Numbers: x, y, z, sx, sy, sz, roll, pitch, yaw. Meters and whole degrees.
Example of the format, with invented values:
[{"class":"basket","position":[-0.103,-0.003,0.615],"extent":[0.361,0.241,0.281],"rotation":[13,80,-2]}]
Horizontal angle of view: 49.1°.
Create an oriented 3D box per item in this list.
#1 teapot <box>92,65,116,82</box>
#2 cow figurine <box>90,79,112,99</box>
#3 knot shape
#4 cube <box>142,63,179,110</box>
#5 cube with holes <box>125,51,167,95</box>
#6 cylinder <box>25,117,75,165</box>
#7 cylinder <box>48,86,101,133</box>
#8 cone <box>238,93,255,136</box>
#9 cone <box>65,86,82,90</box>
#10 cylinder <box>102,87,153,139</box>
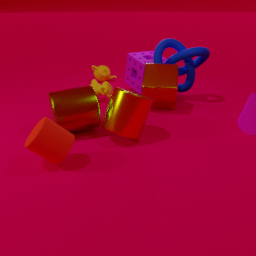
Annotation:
[{"class":"teapot","position":[-1.140,-2.581,13.149],"extent":[1.252,0.613,0.778],"rotation":[26,60,-12]},{"class":"cow figurine","position":[-1.157,-1.350,10.493],"extent":[1.129,0.620,1.111],"rotation":[-36,42,6]},{"class":"knot shape","position":[2.059,-2.404,10.300],"extent":[1.949,2.083,0.962],"rotation":[-21,36,17]},{"class":"cube","position":[1.137,-1.439,9.797],"extent":[1.150,1.150,1.150],"rotation":[4,56,8]},{"class":"cube with holes","position":[0.783,-2.310,11.586],"extent":[1.276,1.276,1.276],"rotation":[-13,39,-28]},{"class":"cylinder","position":[-1.788,0.298,6.432],"extent":[0.816,0.816,0.816],"rotation":[36,13,-24]},{"class":"cylinder","position":[-1.542,-0.506,8.045],"extent":[1.245,1.245,1.245],"rotation":[-13,28,-18]},{"class":"cone","position":[3.605,-0.585,7.942],"extent":[1.149,1.153,1.149],"rotation":[-19,41,18]},{"class":"cone","position":[-2.119,-1.147,9.761],"extent":[0.889,0.886,0.886],"rotation":[18,28,8]},{"class":"cylinder","position":[-0.020,-0.415,7.669],"extent":[1.137,1.137,1.137],"rotation":[19,9,-3]}]
